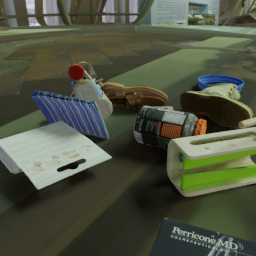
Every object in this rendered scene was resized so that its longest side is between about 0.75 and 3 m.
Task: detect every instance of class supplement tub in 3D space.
[{"bbox_3d":[1.205,0.049,7.994,1.864,1.142,1.142,12,28,23],"label":"supplement tub"}]

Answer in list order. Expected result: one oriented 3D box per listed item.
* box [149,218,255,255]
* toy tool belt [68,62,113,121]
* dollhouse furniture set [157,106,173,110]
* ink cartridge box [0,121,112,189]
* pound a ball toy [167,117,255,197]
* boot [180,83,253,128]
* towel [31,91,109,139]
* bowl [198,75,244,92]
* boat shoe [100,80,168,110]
[{"bbox_3d":[1.274,2.485,2.363,2.847,1.482,2.593,10,26,19],"label":"box"},{"bbox_3d":[-1.394,-1.253,9.604,1.356,2.171,1.334,-26,24,1],"label":"toy tool belt"},{"bbox_3d":[1.072,-0.434,9.468,0.764,0.768,1.090,0,26,-1],"label":"dollhouse furniture set"},{"bbox_3d":[-1.959,0.738,7.298,2.022,0.597,2.527,-20,36,-37],"label":"ink cartridge box"},{"bbox_3d":[2.377,0.338,6.588,2.782,1.814,1.182,-8,27,-16],"label":"pound a ball toy"},{"bbox_3d":[3.640,-0.963,10.354,2.158,1.005,2.790,-19,29,-36],"label":"boot"},{"bbox_3d":[-1.759,-0.368,8.517,2.239,1.621,0.267,12,55,23],"label":"towel"},{"bbox_3d":[4.414,-2.088,13.434,2.099,0.412,2.099,0,25,0],"label":"bowl"},{"bbox_3d":[0.180,-1.099,10.924,2.716,0.978,0.917,9,59,2],"label":"boat shoe"}]
